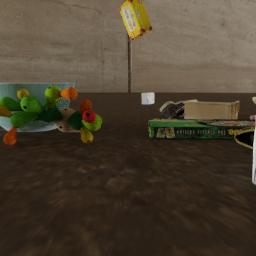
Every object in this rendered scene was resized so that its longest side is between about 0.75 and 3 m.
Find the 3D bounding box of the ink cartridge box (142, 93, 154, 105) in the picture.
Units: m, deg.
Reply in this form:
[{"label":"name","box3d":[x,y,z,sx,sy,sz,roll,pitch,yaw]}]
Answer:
[{"label":"ink cartridge box","box3d":[1.223,-1.805,17.026,0.401,0.680,1.181,4,10,25]}]

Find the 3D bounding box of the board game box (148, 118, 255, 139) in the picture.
[{"label":"board game box","box3d":[1.854,-0.002,6.539,2.738,0.321,1.435,0,11,3]}]

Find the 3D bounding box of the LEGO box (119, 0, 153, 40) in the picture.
[{"label":"LEGO box","box3d":[0.320,-4.759,12.194,0.582,1.509,1.123,-26,11,-24]}]

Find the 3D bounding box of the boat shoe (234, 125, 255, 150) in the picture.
[{"label":"boat shoe","box3d":[2.315,0.229,4.529,0.500,0.529,1.469,-8,2,-13]}]

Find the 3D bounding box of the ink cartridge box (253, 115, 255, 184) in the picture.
[{"label":"ink cartridge box","box3d":[2.348,0.159,3.292,1.588,0.346,1.378,4,41,22]}]

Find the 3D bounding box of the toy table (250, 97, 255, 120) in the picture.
[{"label":"toy table","box3d":[4.496,-0.583,8.755,1.218,0.776,1.326,-8,11,-44]}]

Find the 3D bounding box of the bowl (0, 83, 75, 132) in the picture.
[{"label":"bowl","box3d":[-2.518,-0.578,7.256,2.305,1.205,2.305,0,8,0]}]

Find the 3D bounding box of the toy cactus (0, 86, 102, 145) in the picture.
[{"label":"toy cactus","box3d":[-1.483,-0.154,5.868,2.393,1.224,1.975,0,-10,18]}]

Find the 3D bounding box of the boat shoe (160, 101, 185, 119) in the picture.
[{"label":"boat shoe","box3d":[1.781,-0.563,10.041,0.580,0.671,1.848,52,27,20]}]

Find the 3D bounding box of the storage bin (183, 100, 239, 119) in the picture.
[{"label":"storage bin","box3d":[2.632,-0.534,8.781,1.418,0.664,1.408,5,10,31]}]
